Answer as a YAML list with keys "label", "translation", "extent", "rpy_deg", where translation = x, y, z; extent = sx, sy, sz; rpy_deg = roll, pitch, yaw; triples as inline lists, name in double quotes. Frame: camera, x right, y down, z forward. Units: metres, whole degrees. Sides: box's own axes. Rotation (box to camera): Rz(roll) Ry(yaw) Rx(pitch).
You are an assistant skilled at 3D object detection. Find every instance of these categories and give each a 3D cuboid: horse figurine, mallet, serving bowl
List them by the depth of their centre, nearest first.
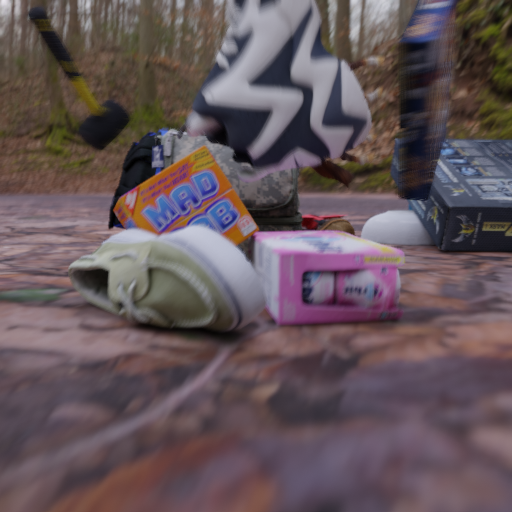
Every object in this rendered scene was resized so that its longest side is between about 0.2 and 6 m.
- label: "horse figurine"
  translation: [1.051, -1.983, 7.872]
  extent: [1.333, 2.011, 0.502]
  rpy_deg: [6, 10, 13]
- label: "mallet"
  translation: [-2.992, -2.736, 9.118]
  extent: [0.562, 0.900, 2.732]
  rpy_deg: [30, -11, 24]
- label: "serving bowl"
  translation: [3.387, -0.666, 12.586]
  extent: [2.030, 0.668, 2.030]
  rpy_deg: [-1, 7, 0]

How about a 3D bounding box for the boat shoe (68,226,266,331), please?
- label: "boat shoe"
  translation: [-0.975, 0.307, 5.426]
  extent: [0.860, 0.998, 2.773]
  rpy_deg: [-34, 22, -29]

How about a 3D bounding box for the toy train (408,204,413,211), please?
- label: "toy train"
  translation: [4.249, -0.862, 13.702]
  extent: [0.904, 0.661, 1.562]
  rpy_deg: [2, -23, 23]

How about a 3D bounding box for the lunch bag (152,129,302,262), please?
- label: "lunch bag"
  translation: [-0.438, -1.046, 9.467]
  extent: [2.488, 2.087, 1.733]
  rpy_deg: [1, 16, -2]

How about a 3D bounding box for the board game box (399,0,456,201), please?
- label: "board game box"
  translation: [2.984, -2.791, 9.813]
  extent: [0.527, 3.045, 2.063]
  rpy_deg: [9, 49, 22]

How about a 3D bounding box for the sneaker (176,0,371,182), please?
- label: "sneaker"
  translation: [-0.276, -2.494, 7.173]
  extent: [2.224, 3.417, 1.364]
  rpy_deg: [-28, 1, 1]

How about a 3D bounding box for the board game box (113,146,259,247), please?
- label: "board game box"
  translation: [-0.908, -0.449, 6.948]
  extent: [1.187, 1.187, 1.188]
  rpy_deg: [-35, 9, -16]

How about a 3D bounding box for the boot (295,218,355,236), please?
- label: "boot"
  translation: [1.234, -0.102, 9.051]
  extent: [0.779, 0.760, 2.064]
  rpy_deg: [24, 24, 26]

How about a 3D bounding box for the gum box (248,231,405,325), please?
- label: "gum box"
  translation: [0.672, 0.171, 6.290]
  extent: [1.248, 0.727, 2.198]
  rpy_deg: [-1, 8, -9]

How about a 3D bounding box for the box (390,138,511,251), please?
- label: "box"
  translation: [4.977, -1.460, 12.127]
  extent: [3.219, 1.041, 4.081]
  rpy_deg: [1, 29, -3]

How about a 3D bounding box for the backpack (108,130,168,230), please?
- label: "backpack"
  translation: [-1.708, -1.462, 11.768]
  extent: [2.262, 2.190, 2.695]
  rpy_deg: [10, -5, -22]

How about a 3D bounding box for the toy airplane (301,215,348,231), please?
- label: "toy airplane"
  translation: [1.229, -0.947, 15.386]
  extent: [2.388, 0.439, 2.388]
  rpy_deg: [1, 7, 0]
